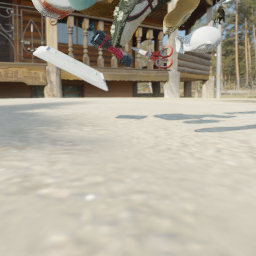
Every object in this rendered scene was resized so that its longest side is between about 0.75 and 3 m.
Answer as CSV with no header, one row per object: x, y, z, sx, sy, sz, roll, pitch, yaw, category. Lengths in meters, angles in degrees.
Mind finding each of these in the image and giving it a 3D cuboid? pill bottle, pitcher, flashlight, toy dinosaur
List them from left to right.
-2.006,-3.828,7.899,1.309,1.309,2.334,-3,14,-23,pill bottle
-0.557,-2.928,10.585,1.795,0.608,0.610,33,-4,-32,flashlight
2.753,-3.270,10.702,1.579,0.958,1.355,-13,31,-3,pitcher
2.519,-3.142,7.770,0.377,0.500,0.978,3,9,4,toy dinosaur

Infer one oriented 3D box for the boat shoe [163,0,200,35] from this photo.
1.945,-4.221,10.389,0.693,1.920,0.624,37,-17,10,boat shoe

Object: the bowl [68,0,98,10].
-1.055,-3.227,6.109,1.109,1.109,0.580,5,-11,34,bowl

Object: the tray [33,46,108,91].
-1.915,-2.211,9.998,2.735,0.303,1.469,25,17,-19,tray

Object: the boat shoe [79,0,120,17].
-0.497,-3.975,8.290,2.562,0.886,0.945,4,-6,36,boat shoe

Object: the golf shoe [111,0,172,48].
0.380,-2.394,5.145,0.957,2.173,0.839,18,26,-21,golf shoe

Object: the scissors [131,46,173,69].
0.638,-2.124,8.350,1.777,0.650,0.124,16,8,43,scissors
